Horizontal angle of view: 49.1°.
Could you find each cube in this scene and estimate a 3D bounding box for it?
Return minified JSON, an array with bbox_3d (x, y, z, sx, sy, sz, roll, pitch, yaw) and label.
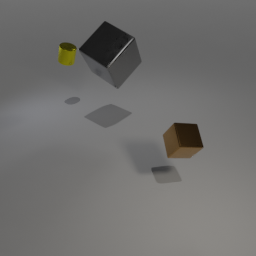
[{"bbox_3d":[1.413,0.338,7.274,0.700,0.700,0.700,3,60,-21],"label":"cube"},{"bbox_3d":[-0.573,-2.516,9.763,1.400,1.400,1.400,36,81,23],"label":"cube"}]

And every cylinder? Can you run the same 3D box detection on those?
[{"bbox_3d":[-2.503,-3.040,11.514,0.700,0.700,0.700,11,41,-10],"label":"cylinder"}]
